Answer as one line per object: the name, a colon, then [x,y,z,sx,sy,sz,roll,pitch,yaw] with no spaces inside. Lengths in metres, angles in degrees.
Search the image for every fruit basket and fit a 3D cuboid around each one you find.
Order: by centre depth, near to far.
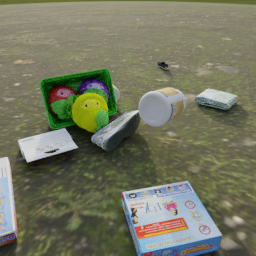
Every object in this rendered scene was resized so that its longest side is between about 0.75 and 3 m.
fruit basket: [-1.655,-0.973,10.329,2.963,2.137,2.963,-10,11,2]

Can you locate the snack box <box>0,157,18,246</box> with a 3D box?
snack box: [-3.519,1.794,7.174,1.065,0.360,2.964,-12,33,-20]

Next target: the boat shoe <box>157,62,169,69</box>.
boat shoe: [2.050,-3.760,16.574,0.396,0.331,1.063,-15,33,-21]

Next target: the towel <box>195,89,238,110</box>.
towel: [3.923,-1.279,12.383,1.528,0.368,1.308,22,34,32]

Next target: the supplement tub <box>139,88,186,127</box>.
supplement tub: [1.155,-0.712,9.033,1.102,1.102,1.523,19,23,29]

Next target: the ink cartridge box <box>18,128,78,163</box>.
ink cartridge box: [-2.600,0.636,9.145,1.636,0.356,1.420,-16,35,-25]

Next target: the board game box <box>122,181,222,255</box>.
board game box: [0.912,2.116,6.500,1.793,0.501,1.756,-7,32,-11]

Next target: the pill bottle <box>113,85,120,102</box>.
pill bottle: [-1.060,-1.709,12.583,0.883,0.883,1.586,-13,32,-21]

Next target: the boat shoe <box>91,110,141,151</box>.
boat shoe: [-0.309,-0.026,9.829,0.726,0.834,2.264,24,45,27]
